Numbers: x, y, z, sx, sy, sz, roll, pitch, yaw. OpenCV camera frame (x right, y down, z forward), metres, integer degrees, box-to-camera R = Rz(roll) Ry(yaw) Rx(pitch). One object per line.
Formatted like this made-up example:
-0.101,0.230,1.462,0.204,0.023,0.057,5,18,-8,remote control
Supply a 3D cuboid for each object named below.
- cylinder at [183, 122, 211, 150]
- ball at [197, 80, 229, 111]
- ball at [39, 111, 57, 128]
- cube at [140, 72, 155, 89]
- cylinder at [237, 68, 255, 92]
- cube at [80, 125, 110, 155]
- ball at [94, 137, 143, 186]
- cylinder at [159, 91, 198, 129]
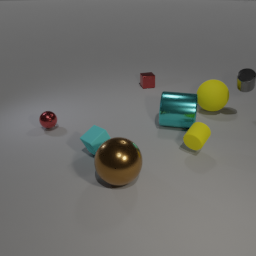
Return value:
2.330,0.271,9.450,0.700,0.700,0.700,20,49,32,cylinder
3.754,-1.440,12.424,1.400,1.400,1.400,0,28,0,ball
-3.167,-0.330,11.132,0.700,0.700,0.700,0,28,0,ball
1.087,-2.657,15.589,0.700,0.700,0.700,-7,29,-9,cube
4.743,-1.908,11.242,0.700,0.700,0.700,-9,59,15,cylinder
-1.031,0.438,9.358,0.700,0.700,0.700,-44,38,-21,cube
-0.275,0.961,8.125,1.400,1.400,1.400,0,28,0,ball
2.018,-0.726,11.242,1.400,1.400,1.400,6,29,11,cylinder
